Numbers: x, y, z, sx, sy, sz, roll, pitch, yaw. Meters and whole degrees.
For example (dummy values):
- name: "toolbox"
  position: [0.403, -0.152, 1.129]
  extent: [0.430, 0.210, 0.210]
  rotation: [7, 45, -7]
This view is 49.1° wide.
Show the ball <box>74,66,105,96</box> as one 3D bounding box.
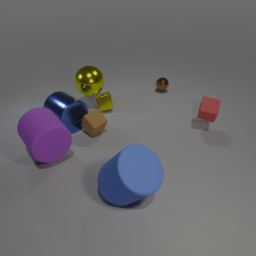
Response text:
- name: "ball"
  position: [-1.785, -2.171, 12.938]
  extent: [1.400, 1.400, 1.400]
  rotation: [0, 31, 0]

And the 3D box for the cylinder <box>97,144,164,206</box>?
- name: "cylinder"
  position: [0.044, 1.334, 7.823]
  extent: [1.400, 1.400, 1.400]
  rotation: [14, 59, -24]

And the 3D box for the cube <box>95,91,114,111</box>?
- name: "cube"
  position: [-1.118, -1.271, 13.231]
  extent: [0.700, 0.700, 0.700]
  rotation: [-14, 21, -5]

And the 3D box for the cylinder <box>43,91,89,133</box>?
- name: "cylinder"
  position: [-2.600, -0.682, 11.749]
  extent: [1.400, 1.400, 1.400]
  rotation: [-25, 39, -36]

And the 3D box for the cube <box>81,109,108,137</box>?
- name: "cube"
  position: [-1.358, -0.207, 11.260]
  extent: [0.700, 0.700, 0.700]
  rotation: [-33, 74, -34]

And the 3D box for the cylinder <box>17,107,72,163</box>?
- name: "cylinder"
  position: [-2.840, 0.220, 9.518]
  extent: [1.400, 1.400, 1.400]
  rotation: [-20, 43, -31]

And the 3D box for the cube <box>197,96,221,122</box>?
- name: "cube"
  position: [3.250, -0.750, 11.285]
  extent: [0.700, 0.700, 0.700]
  rotation: [15, 67, 9]

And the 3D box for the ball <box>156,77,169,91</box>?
- name: "ball"
  position: [1.860, -2.374, 15.114]
  extent: [0.700, 0.700, 0.700]
  rotation: [0, 31, 0]
